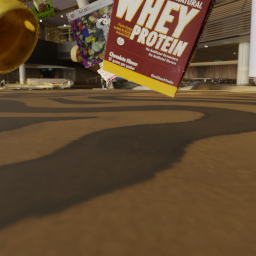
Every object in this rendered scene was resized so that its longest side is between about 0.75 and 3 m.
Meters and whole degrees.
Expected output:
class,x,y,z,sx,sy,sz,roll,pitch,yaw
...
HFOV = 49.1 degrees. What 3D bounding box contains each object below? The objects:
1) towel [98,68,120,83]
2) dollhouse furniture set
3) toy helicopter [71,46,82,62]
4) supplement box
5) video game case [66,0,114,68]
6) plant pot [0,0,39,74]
class,x,y,z,sx,sy,sz,roll,pitch,yaw
towel,-0.535,-2.047,10.189,0.894,0.183,1.222,-26,35,-9
dollhouse furniture set,-2.830,-3.833,7.579,1.314,1.007,2.006,-24,-4,-11
toy helicopter,-1.536,-3.557,11.307,1.034,2.620,1.733,14,-31,20
supplement box,0.883,-2.551,6.013,1.700,2.561,2.526,23,41,8
video game case,-0.782,-2.571,7.578,1.377,1.519,0.272,-14,12,18
plant pot,-3.471,-2.548,6.958,1.699,1.806,1.806,34,17,9
